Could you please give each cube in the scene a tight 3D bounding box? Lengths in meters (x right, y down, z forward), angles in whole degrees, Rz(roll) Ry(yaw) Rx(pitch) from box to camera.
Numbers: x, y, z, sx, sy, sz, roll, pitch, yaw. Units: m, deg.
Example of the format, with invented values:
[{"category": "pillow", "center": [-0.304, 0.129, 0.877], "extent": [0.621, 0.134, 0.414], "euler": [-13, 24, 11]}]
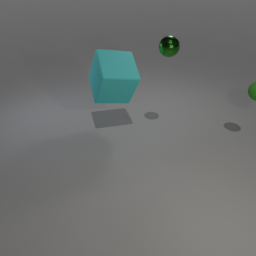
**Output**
[{"category": "cube", "center": [-0.544, -1.866, 10.323], "extent": [1.400, 1.400, 1.400], "euler": [-2, 57, -22]}]

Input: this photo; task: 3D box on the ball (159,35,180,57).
[{"category": "ball", "center": [1.375, -2.709, 9.312], "extent": [0.700, 0.700, 0.700], "euler": [0, 30, 0]}]

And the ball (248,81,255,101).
[{"category": "ball", "center": [4.589, -1.302, 9.835], "extent": [0.700, 0.700, 0.700], "euler": [0, 30, 0]}]
